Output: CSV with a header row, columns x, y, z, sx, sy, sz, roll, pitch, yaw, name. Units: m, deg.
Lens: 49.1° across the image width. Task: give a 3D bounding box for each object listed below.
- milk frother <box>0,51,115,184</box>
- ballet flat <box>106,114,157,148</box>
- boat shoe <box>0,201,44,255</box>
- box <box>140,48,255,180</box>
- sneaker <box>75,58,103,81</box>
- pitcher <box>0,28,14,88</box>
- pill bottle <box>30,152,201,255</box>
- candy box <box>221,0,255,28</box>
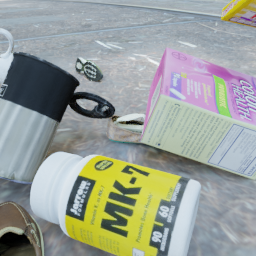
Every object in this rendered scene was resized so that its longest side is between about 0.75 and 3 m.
x,y,z,sx,sy,sz,roll,pitch,yaw,name
-1.806,0.014,6.586,2.624,2.468,2.368,23,-6,-11,milk frother
0.607,0.047,7.638,2.527,0.850,0.860,4,31,6,ballet flat
-1.785,1.865,4.512,0.874,0.876,2.367,-18,35,-27,boat shoe
1.985,-0.480,6.944,2.885,1.395,2.538,19,38,-3,box
-1.534,-2.653,12.431,0.913,0.792,2.061,-9,33,-36,sneaker
-5.384,-2.268,10.002,2.868,2.460,1.738,-7,33,-12,pitcher
-0.213,1.319,4.831,2.643,1.511,1.511,12,32,19,pill bottle
3.831,-2.512,6.324,2.994,0.395,1.531,10,0,-5,candy box
